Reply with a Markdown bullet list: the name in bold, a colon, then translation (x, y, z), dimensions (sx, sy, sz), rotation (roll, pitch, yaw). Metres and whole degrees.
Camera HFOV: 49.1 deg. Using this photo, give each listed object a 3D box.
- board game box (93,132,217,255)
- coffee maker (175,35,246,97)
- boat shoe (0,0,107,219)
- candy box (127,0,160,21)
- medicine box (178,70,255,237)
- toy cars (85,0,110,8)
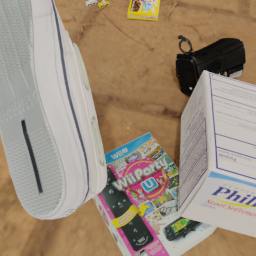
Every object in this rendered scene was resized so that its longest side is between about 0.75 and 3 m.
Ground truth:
- **board game box**: translation (0.342, 1.464, 5.705), dimensions (1.763, 0.768, 2.390), rotation (-26, 57, -19)
- **coffee maker**: translation (2.269, -1.837, 7.583), dimensions (1.723, 1.655, 1.160), rotation (-28, 51, -20)
- **boat shoe**: translation (-0.973, -0.512, 3.137), dimensions (1.065, 0.967, 2.896), rotation (-14, 85, 25)
- **candy box**: translation (0.667, -4.836, 10.672), dimensions (1.118, 0.289, 2.187), rotation (7, 54, 3)
- **medicine box**: translation (2.438, 0.489, 5.457), dimensions (2.565, 1.449, 2.816), rotation (16, 45, -2)
- **toy cars**: translation (-1.158, -4.797, 10.690), dimensions (0.950, 0.210, 0.426), rotation (11, 54, 8)
